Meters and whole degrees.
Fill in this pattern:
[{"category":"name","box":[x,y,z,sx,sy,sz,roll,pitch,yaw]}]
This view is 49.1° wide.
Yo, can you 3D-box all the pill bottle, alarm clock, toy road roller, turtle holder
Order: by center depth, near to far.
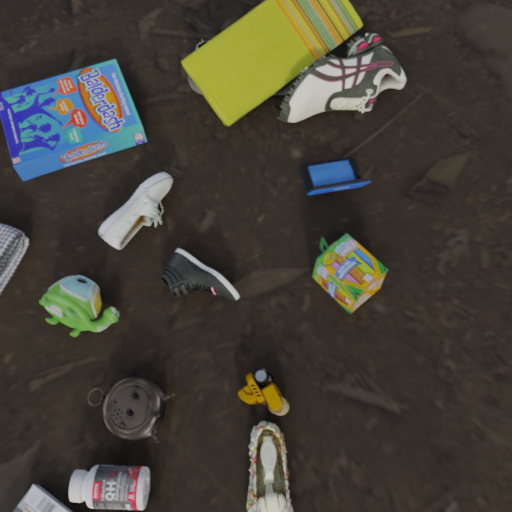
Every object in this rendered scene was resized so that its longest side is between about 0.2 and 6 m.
[{"category":"pill bottle","box":[-2.310,3.657,8.859,1.165,0.645,0.645,2,63,0]},{"category":"alarm clock","box":[-2.203,2.538,9.472,1.494,0.497,1.008,10,70,18]},{"category":"toy road roller","box":[0.095,2.406,9.585,0.641,0.540,0.878,-33,65,0]},{"category":"turtle holder","box":[-3.181,0.860,10.107,1.241,0.943,0.881,10,49,25]}]

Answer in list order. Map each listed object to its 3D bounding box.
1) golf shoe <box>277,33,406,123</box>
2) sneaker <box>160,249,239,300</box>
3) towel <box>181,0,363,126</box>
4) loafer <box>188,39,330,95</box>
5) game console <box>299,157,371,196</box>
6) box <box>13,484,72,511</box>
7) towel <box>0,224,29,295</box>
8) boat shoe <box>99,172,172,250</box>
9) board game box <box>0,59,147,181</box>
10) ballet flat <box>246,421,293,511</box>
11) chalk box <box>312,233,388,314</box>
[{"category":"golf shoe","box":[1.918,-3.719,12.328,3.161,1.220,1.392,-36,76,-16]},{"category":"sneaker","box":[-1.111,0.575,10.504,1.610,0.569,0.799,31,69,21]},{"category":"towel","box":[0.399,-4.630,12.225,3.956,0.357,1.703,-39,101,-9]},{"category":"loafer","box":[0.099,-4.398,12.644,3.345,1.165,1.258,-10,64,-5]},{"category":"game console","box":[1.605,-1.696,11.560,1.235,1.054,0.731,-11,90,-5]},{"category":"box","box":[-3.457,4.569,8.584,1.233,0.326,1.581,29,66,14]},{"category":"towel","box":[-5.267,0.008,10.720,1.220,0.630,1.473,18,65,10]},{"category":"boat shoe","box":[-2.193,-0.829,11.104,0.789,0.684,1.851,39,72,17]},{"category":"board game box","box":[-4.047,-3.015,12.250,2.769,0.623,2.106,-20,65,-10]},{"category":"ballet flat","box":[0.190,3.629,8.884,0.760,0.642,2.009,-6,64,-5]},{"category":"chalk box","box":[1.623,0.232,10.493,0.845,0.851,1.363,-39,68,-18]}]
